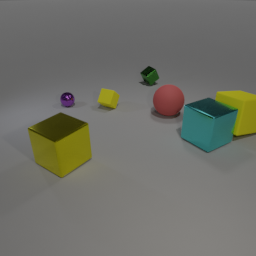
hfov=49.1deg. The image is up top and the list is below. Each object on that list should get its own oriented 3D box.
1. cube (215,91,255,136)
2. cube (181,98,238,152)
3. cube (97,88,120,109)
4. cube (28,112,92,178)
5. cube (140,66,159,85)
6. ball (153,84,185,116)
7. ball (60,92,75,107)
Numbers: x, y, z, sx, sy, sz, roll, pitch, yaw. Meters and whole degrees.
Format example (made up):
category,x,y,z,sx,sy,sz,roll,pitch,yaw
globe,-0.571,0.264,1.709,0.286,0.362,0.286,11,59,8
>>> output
category,x,y,z,sx,sy,sz,roll,pitch,yaw
cube,4.394,-0.641,11.150,1.400,1.400,1.400,-6,23,-29
cube,3.021,-0.167,10.524,1.400,1.400,1.400,-18,33,-32
cube,-0.917,-1.402,13.343,0.700,0.700,0.700,14,-8,24
cube,-2.213,0.508,9.285,1.400,1.400,1.400,20,37,33
cube,1.265,-3.037,16.219,0.700,0.700,0.700,-41,44,-9
ball,1.817,-1.243,12.535,1.400,1.400,1.400,0,28,0
ball,-2.940,-1.392,13.605,0.700,0.700,0.700,0,28,0
